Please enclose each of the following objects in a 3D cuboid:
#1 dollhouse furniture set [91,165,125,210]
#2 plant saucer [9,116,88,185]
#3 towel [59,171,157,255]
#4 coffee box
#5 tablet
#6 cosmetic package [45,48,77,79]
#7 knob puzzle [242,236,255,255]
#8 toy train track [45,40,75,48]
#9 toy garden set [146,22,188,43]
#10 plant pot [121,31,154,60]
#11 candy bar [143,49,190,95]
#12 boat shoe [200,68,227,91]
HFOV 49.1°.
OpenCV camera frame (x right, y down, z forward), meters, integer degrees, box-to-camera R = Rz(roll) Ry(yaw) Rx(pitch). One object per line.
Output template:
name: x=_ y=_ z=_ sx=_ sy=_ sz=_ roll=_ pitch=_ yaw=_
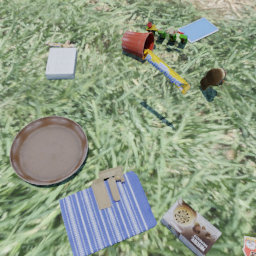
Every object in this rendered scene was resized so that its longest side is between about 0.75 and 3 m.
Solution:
dollhouse furniture set: x=-0.598 y=2.031 z=9.708 sx=1.072 sy=1.127 sz=0.918 roll=-17 pitch=101 yaw=-1
plant saucer: x=-2.922 y=0.838 z=10.524 sx=2.865 sy=0.459 sz=2.865 roll=0 pitch=57 yaw=0
towel: x=-0.692 y=2.829 z=9.416 sx=2.872 sy=0.343 sz=2.079 roll=-19 pitch=62 yaw=-10
coffee box: x=1.979 y=3.176 z=8.933 sx=1.652 sy=0.659 sz=0.934 roll=40 pitch=66 yaw=22
tablet: x=3.595 y=-5.019 z=14.370 sx=1.818 sy=0.124 sz=1.183 roll=-29 pitch=63 yaw=-16
cosmetic package: x=-3.045 y=-2.986 z=12.919 sx=1.247 sy=0.427 sz=1.654 roll=1 pitch=58 yaw=-2
knob puzzle: x=4.044 y=3.906 z=8.793 sx=0.964 sy=0.134 sz=0.964 roll=0 pitch=58 yaw=0
toy train track: x=-3.355 y=-4.123 z=13.748 sx=1.449 sy=0.236 sz=0.831 roll=7 pitch=58 yaw=5
toy garden set: x=1.789 y=-4.417 z=13.306 sx=2.019 sy=1.683 sz=0.403 roll=17 pitch=98 yaw=11
plant pot: x=0.428 y=-3.959 z=13.150 sx=1.221 sy=1.256 sz=1.256 roll=19 pitch=60 yaw=22
candy bar: x=1.233 y=-1.848 z=9.135 sx=1.970 sy=0.491 sz=0.218 roll=44 pitch=61 yaw=12
boat shoe: x=3.593 y=-2.020 z=11.427 sx=0.671 sy=1.863 sz=0.672 roll=-14 pitch=82 yaw=-10
